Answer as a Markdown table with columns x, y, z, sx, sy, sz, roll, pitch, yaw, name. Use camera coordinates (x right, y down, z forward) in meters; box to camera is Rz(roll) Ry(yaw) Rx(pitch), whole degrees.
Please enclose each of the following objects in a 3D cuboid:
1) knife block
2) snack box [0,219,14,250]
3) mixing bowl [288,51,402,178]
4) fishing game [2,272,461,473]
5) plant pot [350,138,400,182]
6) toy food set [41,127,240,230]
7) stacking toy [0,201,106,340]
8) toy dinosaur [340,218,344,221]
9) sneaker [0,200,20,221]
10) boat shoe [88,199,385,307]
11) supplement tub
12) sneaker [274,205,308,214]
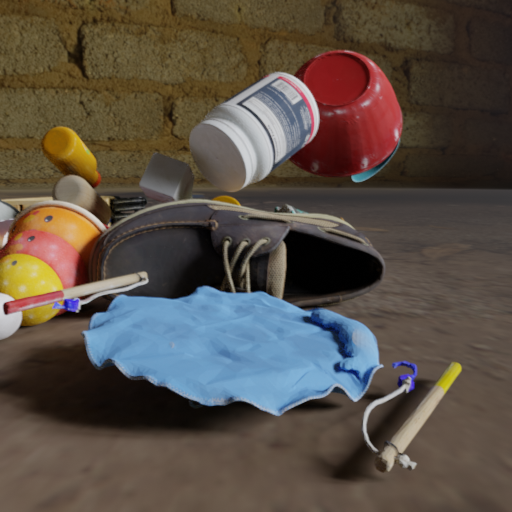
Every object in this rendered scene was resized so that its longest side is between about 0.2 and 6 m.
| x | y | z | sx | sy | sz | roll | pitch | yaw | name |
| --- | --- | --- | --- | --- | --- | --- | --- | --- | --- |
| -3.706 | -0.730 | 11.423 | 3.012 | 0.964 | 2.644 | -3 | 8 | -14 | knife block |
| -2.796 | -0.024 | 6.923 | 0.305 | 0.901 | 2.506 | -28 | 6 | 8 | snack box |
| 1.457 | -2.743 | 10.037 | 2.392 | 2.392 | 1.295 | 1 | -22 | 9 | mixing bowl |
| -0.167 | 0.665 | 4.088 | 3.031 | 0.471 | 2.170 | 13 | 13 | 25 | fishing game |
| 2.212 | -2.538 | 12.271 | 1.345 | 1.345 | 1.264 | -10 | 54 | -49 | plant pot |
| -1.685 | -0.607 | 8.247 | 3.136 | 1.497 | 1.411 | 20 | -12 | 9 | toy food set |
| -2.141 | 0.265 | 5.382 | 1.205 | 1.205 | 1.649 | 1 | 25 | 6 | stacking toy |
| 1.035 | -0.138 | 9.279 | 1.177 | 0.669 | 2.216 | -21 | 1 | 0 | toy dinosaur |
| -3.738 | -0.034 | 6.842 | 1.333 | 1.243 | 3.363 | 19 | 11 | 4 | sneaker |
| -0.064 | 0.010 | 5.869 | 3.213 | 1.197 | 1.178 | -5 | 10 | -23 | boat shoe |
| -0.009 | -1.783 | 8.049 | 1.190 | 1.190 | 1.696 | 9 | 40 | 45 | supplement tub |
| 0.961 | -0.852 | 13.209 | 0.865 | 0.735 | 1.895 | 2 | 10 | -9 | sneaker |
